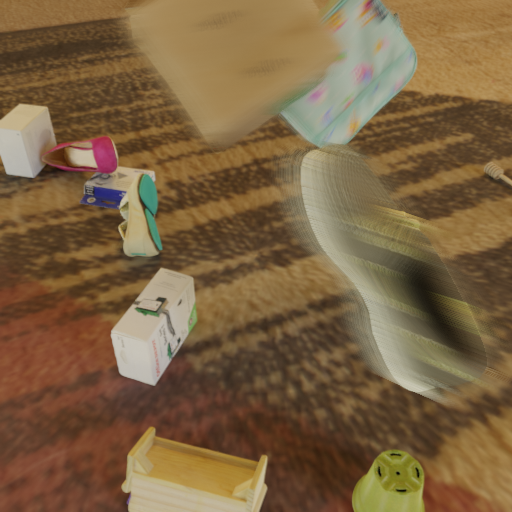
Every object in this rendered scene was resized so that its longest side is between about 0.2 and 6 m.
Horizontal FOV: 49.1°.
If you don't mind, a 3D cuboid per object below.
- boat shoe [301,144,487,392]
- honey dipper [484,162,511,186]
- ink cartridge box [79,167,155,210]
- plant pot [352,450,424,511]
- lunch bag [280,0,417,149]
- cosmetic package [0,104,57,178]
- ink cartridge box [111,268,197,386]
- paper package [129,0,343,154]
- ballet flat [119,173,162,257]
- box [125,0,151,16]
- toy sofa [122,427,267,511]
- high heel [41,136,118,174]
[{"bbox_3d":[1.367,0.033,5.579,0.977,0.817,2.733,-25,87,-33],"label":"boat shoe"},{"bbox_3d":[4.891,-1.369,10.696,0.240,0.240,1.266,-18,47,-20],"label":"honey dipper"},{"bbox_3d":[-2.630,-1.313,10.600,1.112,0.226,1.115,9,41,10],"label":"ink cartridge box"},{"bbox_3d":[1.433,2.431,5.844,0.772,0.710,0.772,1,40,0],"label":"plant pot"},{"bbox_3d":[1.231,-2.626,7.987,2.036,1.633,0.785,-44,23,6],"label":"lunch bag"},{"bbox_3d":[-4.552,-2.284,11.103,0.641,1.039,1.043,7,41,7],"label":"cosmetic package"},{"bbox_3d":[-1.312,0.934,7.438,0.530,0.919,1.258,15,44,16],"label":"ink cartridge box"},{"bbox_3d":[-0.239,-2.520,6.806,1.890,1.802,0.978,-35,3,-4],"label":"paper package"},{"bbox_3d":[-2.055,-0.707,9.625,0.703,0.703,2.024,-7,42,-8],"label":"ballet flat"},{"bbox_3d":[-0.604,-3.304,7.712,0.214,2.015,1.647,23,80,49],"label":"box"},{"bbox_3d":[-0.645,2.440,6.022,1.459,0.712,0.604,10,17,11],"label":"toy sofa"},{"bbox_3d":[-3.318,-1.867,10.513,1.013,0.711,2.111,-16,23,-29],"label":"high heel"}]
